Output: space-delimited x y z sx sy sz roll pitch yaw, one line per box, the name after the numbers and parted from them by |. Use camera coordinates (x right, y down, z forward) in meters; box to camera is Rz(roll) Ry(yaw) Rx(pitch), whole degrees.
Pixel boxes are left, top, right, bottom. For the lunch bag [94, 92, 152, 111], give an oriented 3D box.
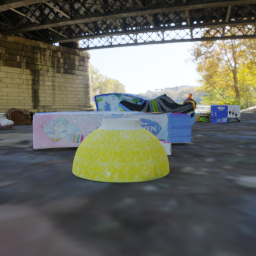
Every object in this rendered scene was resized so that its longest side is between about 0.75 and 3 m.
-0.010 -0.952 12.705 2.349 1.497 1.997 -9 0 23 | lunch bag

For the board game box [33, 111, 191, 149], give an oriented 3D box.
-0.555 -0.057 5.951 2.743 0.598 2.756 -2 4 -18 | board game box

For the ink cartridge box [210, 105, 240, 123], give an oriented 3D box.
4.626 -0.667 13.260 1.778 0.836 0.393 -2 4 -34 | ink cartridge box

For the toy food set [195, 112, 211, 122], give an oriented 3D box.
3.489 -0.463 14.346 2.014 0.404 1.391 -4 -7 39 | toy food set

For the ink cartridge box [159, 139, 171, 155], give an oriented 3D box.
0.044 0.286 4.149 1.118 0.207 0.529 -3 4 -3 | ink cartridge box

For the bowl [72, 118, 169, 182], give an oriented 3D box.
-0.071 0.180 2.964 1.027 0.553 1.027 1 4 0 | bowl

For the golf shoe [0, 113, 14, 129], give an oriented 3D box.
-4.239 -0.244 9.217 1.199 0.552 0.435 4 5 28 | golf shoe

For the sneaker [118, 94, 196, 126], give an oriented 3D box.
0.897 -0.585 8.832 2.428 1.006 0.861 7 -14 6 | sneaker

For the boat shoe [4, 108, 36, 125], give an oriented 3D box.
-4.342 -0.491 11.628 0.666 0.704 1.958 0 4 9 | boat shoe

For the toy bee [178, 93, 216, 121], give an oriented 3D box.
2.654 -0.975 12.872 2.353 1.279 1.540 -13 25 5 | toy bee
